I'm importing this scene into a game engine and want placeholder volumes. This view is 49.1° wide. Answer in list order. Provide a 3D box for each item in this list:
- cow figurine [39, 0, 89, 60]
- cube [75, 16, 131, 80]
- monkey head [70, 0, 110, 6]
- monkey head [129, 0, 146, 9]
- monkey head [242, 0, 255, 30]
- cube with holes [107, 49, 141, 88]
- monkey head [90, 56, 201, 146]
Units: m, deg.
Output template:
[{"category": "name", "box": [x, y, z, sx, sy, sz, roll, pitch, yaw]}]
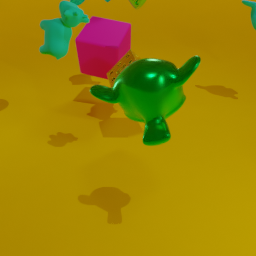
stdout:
[{"category": "cow figurine", "box": [-1.074, -1.599, 4.653, 0.910, 0.924, 0.507, 15, 12, 38]}, {"category": "cube", "box": [-0.673, -2.316, 8.216, 1.228, 1.228, 1.228, 15, 55, 10]}, {"category": "monkey head", "box": [-0.997, -4.223, 8.114, 1.276, 1.774, 1.069, 30, 18, -23]}, {"category": "monkey head", "box": [0.096, -2.899, 5.353, 0.913, 1.090, 1.515, -47, 11, -35]}, {"category": "monkey head", "box": [3.926, -3.101, 7.642, 1.005, 1.669, 1.200, -38, -2, 19]}, {"category": "cube with holes", "box": [0.140, -1.105, 6.476, 0.821, 0.821, 0.821, 32, 26, -37]}, {"category": "monkey head", "box": [0.219, -0.299, 2.903, 1.178, 0.710, 0.848, -13, 43, 15]}]
